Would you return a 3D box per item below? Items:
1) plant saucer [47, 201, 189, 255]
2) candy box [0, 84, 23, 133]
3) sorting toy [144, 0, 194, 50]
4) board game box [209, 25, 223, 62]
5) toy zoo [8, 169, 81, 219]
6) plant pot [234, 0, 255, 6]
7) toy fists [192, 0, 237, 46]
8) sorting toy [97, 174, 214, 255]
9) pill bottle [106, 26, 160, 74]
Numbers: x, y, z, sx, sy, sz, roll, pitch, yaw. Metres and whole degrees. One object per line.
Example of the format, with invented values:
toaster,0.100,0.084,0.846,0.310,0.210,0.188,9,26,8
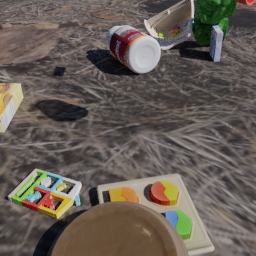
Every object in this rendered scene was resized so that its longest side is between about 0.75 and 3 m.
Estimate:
plant saucer,-0.181,1.895,3.909,2.117,0.312,2.117,-3,43,3
candy box,-3.670,-0.591,7.607,1.100,0.527,1.905,-2,35,-2
sorting toy,2.028,-4.392,12.513,2.422,1.294,2.181,-20,43,25
board game box,3.479,-3.377,11.131,0.245,1.130,1.124,-1,34,4
toy zoo,-1.476,1.231,5.308,1.278,0.131,0.839,13,37,19
plant pot,1.770,-2.623,4.646,0.852,0.963,0.963,29,44,30
toy fists,3.425,-4.482,11.501,1.469,2.882,0.991,6,70,8
sorting toy,0.372,1.449,4.821,1.652,0.326,1.785,-7,35,-10
pill bottle,0.083,-3.033,10.478,1.328,1.328,2.352,-16,36,-21
